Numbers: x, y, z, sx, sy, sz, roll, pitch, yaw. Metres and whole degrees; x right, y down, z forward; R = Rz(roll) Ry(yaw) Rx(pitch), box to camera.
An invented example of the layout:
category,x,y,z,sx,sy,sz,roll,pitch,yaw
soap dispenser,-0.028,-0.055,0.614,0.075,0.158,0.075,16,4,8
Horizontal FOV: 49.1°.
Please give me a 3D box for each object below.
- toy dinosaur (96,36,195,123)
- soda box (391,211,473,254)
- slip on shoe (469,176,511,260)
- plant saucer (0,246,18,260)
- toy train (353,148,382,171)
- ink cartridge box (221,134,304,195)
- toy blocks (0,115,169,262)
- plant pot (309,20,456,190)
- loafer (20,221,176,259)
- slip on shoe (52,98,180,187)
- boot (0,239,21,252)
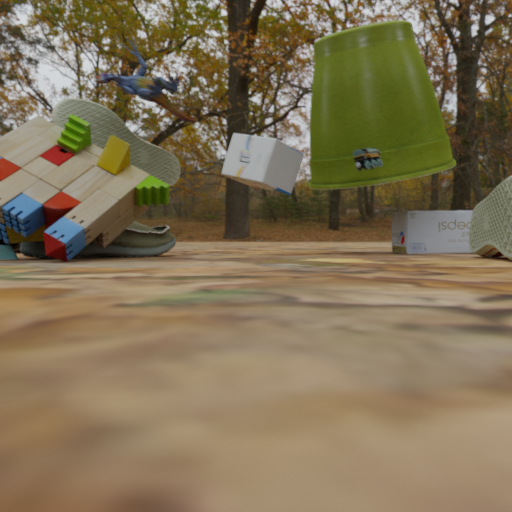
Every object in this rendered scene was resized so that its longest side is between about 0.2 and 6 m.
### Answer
category,x,y,z,sx,sy,sz,roll,pitch,yaw
toy dinosaur,-2.355,-3.241,10.984,1.679,1.850,0.971,9,43,45
soda box,4.114,-0.465,11.129,2.676,0.852,0.912,0,2,-5
slip on shoe,3.645,-0.430,7.437,0.944,1.143,3.086,5,-2,8
plant saucer,-4.511,-0.026,7.251,2.535,0.240,0.886,-2,3,-35
toy train,1.877,-1.625,9.383,0.621,0.354,0.265,-15,5,-40
ink cartridge box,0.097,-1.616,9.859,1.087,0.786,0.800,19,2,44
toy blocks,-2.858,-0.848,7.705,2.710,1.354,1.852,28,49,13
plant pot,2.243,-2.928,10.865,2.873,2.766,2.873,-9,13,2
loafer,-2.354,-0.409,8.753,2.513,0.875,0.945,-2,2,-43
slip on shoe,-2.950,-2.242,11.698,0.935,1.132,3.057,5,-14,40
boot,-4.851,-0.433,11.591,1.206,1.177,3.197,26,17,28
